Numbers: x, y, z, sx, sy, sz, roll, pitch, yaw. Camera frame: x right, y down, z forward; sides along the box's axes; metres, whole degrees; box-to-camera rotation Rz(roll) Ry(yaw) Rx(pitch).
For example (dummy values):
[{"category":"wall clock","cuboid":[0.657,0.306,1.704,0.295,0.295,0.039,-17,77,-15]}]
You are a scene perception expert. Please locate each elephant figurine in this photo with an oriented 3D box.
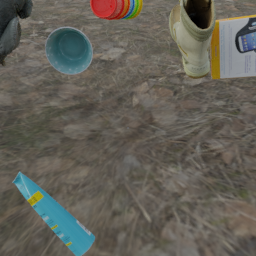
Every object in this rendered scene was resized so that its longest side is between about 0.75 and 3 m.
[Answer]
[{"category":"elephant figurine","cuboid":[-3.300,-2.335,6.792,1.872,2.052,2.645,-3,74,20]}]

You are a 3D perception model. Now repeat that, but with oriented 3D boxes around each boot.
[{"category":"boot","cuboid":[1.360,-2.347,6.061,0.757,1.623,2.099,-11,64,5]}]

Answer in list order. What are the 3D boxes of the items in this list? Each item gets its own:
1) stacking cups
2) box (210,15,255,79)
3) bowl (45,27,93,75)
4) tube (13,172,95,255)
[{"category":"stacking cups","cuboid":[-0.302,-3.000,6.821,0.858,0.858,2.836,8,26,11]},{"category":"box","cuboid":[3.554,-2.192,7.443,2.626,1.563,0.545,-2,25,16]},{"category":"bowl","cuboid":[-1.598,-2.228,7.859,1.299,1.299,0.679,0,31,0]},{"category":"tube","cuboid":[-0.702,0.780,2.595,0.928,0.359,0.234,47,46,-3]}]
